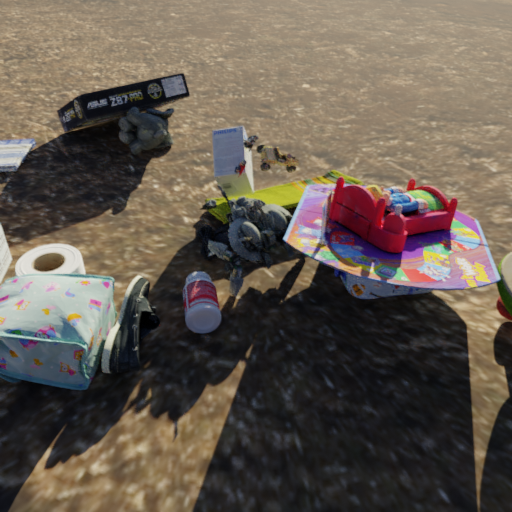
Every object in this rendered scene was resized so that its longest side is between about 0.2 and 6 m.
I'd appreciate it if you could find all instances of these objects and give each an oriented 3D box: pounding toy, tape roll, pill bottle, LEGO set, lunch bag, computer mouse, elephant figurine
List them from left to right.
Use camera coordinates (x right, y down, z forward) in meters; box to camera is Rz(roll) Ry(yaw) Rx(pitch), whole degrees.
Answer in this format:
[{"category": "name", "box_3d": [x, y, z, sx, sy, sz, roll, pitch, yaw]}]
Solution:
[{"category": "lunch bag", "box_3d": [-3.517, 1.143, 9.212, 2.037, 1.242, 1.735, 6, 38, -1]}, {"category": "tape roll", "box_3d": [-4.037, 0.291, 10.996, 1.260, 0.441, 1.260, 0, 37, 0]}, {"category": "elephant figurine", "box_3d": [-2.834, -3.663, 15.685, 1.476, 1.346, 1.902, 48, 35, 2]}, {"category": "pill bottle", "box_3d": [-1.001, 0.811, 10.134, 0.627, 0.627, 1.116, -6, 38, -8]}, {"category": "computer mouse", "box_3d": [-0.373, -0.469, 11.995, 1.729, 0.456, 1.197, -7, 36, -9]}, {"category": "LEGO set", "box_3d": [0.115, -0.982, 11.181, 2.349, 1.025, 3.617, 8, 67, -28]}, {"category": "lunch bag", "box_3d": [2.403, -0.131, 11.084, 1.985, 0.936, 2.477, -3, 32, -8]}, {"category": "pounding toy", "box_3d": [5.077, 1.039, 9.566, 2.494, 1.157, 1.925, 20, 44, 1]}]

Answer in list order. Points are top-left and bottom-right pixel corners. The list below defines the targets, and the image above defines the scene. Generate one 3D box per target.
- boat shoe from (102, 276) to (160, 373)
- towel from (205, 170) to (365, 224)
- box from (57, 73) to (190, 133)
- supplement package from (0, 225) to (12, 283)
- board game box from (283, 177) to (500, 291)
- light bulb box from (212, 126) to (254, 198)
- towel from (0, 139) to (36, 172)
[{"category": "boat shoe", "box_3d": [-2.007, 1.154, 9.585, 0.685, 0.772, 2.067, 8, 35, 2]}, {"category": "towel", "box_3d": [0.665, -1.421, 13.047, 3.521, 0.318, 1.515, -15, 21, -18]}, {"category": "box", "box_3d": [-3.865, -4.422, 16.232, 3.175, 0.780, 2.559, -23, 14, -28]}, {"category": "supplement package", "box_3d": [-5.689, -0.161, 10.777, 1.363, 1.425, 1.048, -1, 37, -2]}, {"category": "board game box", "box_3d": [2.547, -0.883, 10.281, 3.589, 0.884, 4.543, 12, 27, 8]}, {"category": "light bulb box", "box_3d": [-0.513, -2.110, 12.715, 0.736, 1.169, 1.179, -6, 70, 7]}, {"category": "towel", "box_3d": [-6.862, -2.725, 15.225, 1.323, 0.214, 1.801, -2, 35, 0]}]
